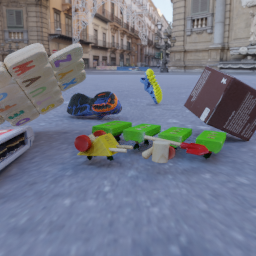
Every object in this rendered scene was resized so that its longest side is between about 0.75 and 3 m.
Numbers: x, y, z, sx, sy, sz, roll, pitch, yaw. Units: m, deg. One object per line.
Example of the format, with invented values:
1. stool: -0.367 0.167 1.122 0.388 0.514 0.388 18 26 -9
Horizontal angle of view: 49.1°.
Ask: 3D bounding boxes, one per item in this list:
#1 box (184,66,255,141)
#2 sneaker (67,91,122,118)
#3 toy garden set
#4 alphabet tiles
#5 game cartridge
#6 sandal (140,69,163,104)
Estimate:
1. box: 2.053 -0.507 5.782 1.212 1.005 0.995 21 17 -24
2. sneaker: -1.022 -0.580 8.247 1.947 0.733 0.763 3 -20 33
3. toy garden set: 0.389 0.294 4.675 2.223 0.444 1.853 7 10 22
4. alphabet tiles: -1.918 -0.633 5.279 2.529 0.189 2.586 -29 -9 -12
5. game cartridge: -2.467 0.330 4.075 1.603 0.492 2.409 -7 8 -4
6. sandal: 0.898 -1.573 10.924 0.600 1.377 0.547 -18 5 36
